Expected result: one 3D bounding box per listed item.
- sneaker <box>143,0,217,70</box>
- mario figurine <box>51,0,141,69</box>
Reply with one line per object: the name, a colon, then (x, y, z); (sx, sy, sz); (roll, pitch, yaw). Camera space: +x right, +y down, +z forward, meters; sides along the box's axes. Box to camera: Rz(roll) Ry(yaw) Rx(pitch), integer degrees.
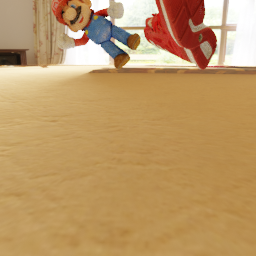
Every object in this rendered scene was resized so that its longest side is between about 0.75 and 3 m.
sneaker: (0.624, -1.884, 4.950); (1.388, 0.941, 2.402); (26, -8, 33)
mario figurine: (-0.479, -1.287, 3.599); (1.233, 0.761, 0.654); (34, -18, 2)
